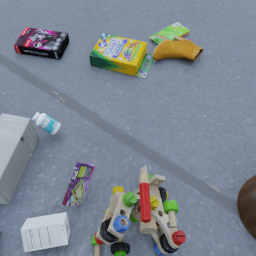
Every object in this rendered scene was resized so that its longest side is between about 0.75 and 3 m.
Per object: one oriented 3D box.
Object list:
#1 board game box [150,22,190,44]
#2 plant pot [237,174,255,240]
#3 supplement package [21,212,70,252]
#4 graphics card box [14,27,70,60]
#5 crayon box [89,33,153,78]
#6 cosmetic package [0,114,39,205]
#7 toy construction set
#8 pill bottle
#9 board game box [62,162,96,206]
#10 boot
[{"bbox_3d":[1.912,-4.280,12.902,1.779,0.267,0.850,-32,60,-23],"label":"board game box"},{"bbox_3d":[4.502,1.753,7.334,2.427,2.597,2.427,0,55,0],"label":"plant pot"},{"bbox_3d":[-2.216,2.814,7.623,1.142,0.668,0.670,-8,98,-5],"label":"supplement package"},{"bbox_3d":[-3.779,-3.751,12.366,2.080,0.529,1.305,11,56,6],"label":"graphics card box"},{"bbox_3d":[-0.208,-3.092,11.849,2.439,0.629,1.533,16,57,10],"label":"crayon box"},{"bbox_3d":[-3.801,0.937,8.665,1.119,1.325,2.481,9,58,3],"label":"cosmetic package"},{"bbox_3d":[0.332,1.888,7.292,2.373,2.845,2.186,4,50,-6],"label":"toy construction set"},{"bbox_3d":[-2.749,-0.173,9.428,0.871,0.483,0.483,35,53,-24],"label":"pill bottle"},{"bbox_3d":[-1.418,1.644,8.171,0.205,0.760,1.266,18,86,34],"label":"board game box"},{"bbox_3d":[2.149,-3.202,11.842,1.461,0.718,2.041,36,57,28],"label":"boot"}]
